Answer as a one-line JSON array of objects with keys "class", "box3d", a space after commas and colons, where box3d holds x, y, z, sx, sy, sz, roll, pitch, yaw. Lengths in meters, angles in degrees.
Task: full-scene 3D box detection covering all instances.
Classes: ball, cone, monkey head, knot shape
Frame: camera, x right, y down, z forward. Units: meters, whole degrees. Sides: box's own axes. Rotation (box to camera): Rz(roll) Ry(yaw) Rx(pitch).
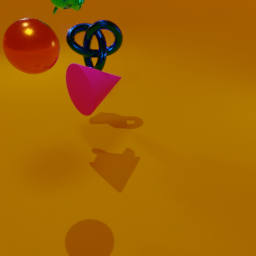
[{"class": "ball", "box3d": [-1.564, -1.323, 4.570, 0.882, 0.882, 0.882, 0, 32, 0]}, {"class": "cone", "box3d": [-0.624, -1.040, 6.567, 1.210, 1.205, 1.205, -24, 39, -33]}, {"class": "monkey head", "box3d": [-1.373, -3.290, 6.410, 0.913, 1.515, 1.090, 16, 55, -3]}, {"class": "knot shape", "box3d": [-1.006, -2.377, 8.414, 1.667, 1.560, 0.770, 5, 12, 14]}]
